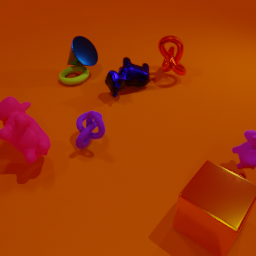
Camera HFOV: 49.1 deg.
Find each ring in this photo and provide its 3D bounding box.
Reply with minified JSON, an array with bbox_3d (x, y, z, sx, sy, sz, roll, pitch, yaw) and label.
[{"bbox_3d":[-1.961,-1.932,10.170,1.108,0.222,1.108,-5,41,5],"label":"ring"}]

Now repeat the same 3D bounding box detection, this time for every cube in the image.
[{"bbox_3d":[1.712,1.585,5.525,1.152,1.152,1.152,28,49,28],"label":"cube"}]

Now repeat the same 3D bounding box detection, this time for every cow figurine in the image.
[{"bbox_3d":[-2.619,0.014,7.029,0.947,1.725,1.697,-41,13,-3],"label":"cow figurine"},{"bbox_3d":[0.035,-1.642,9.430,1.609,0.883,1.583,11,50,-16],"label":"cow figurine"},{"bbox_3d":[2.920,0.522,6.629,0.498,0.892,0.907,-1,73,-27],"label":"cow figurine"}]

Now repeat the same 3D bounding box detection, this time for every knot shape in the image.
[{"bbox_3d":[1.614,-2.426,9.976,0.688,1.489,1.393,-20,66,-7],"label":"knot shape"},{"bbox_3d":[-1.022,-0.064,7.435,0.528,1.142,1.069,25,32,-29],"label":"knot shape"}]

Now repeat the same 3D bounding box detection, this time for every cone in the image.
[{"bbox_3d":[-1.898,-2.553,10.230,1.157,1.153,1.153,-22,25,41],"label":"cone"}]
